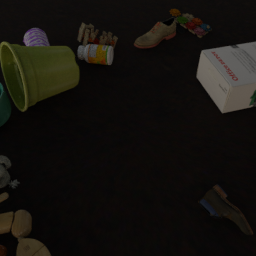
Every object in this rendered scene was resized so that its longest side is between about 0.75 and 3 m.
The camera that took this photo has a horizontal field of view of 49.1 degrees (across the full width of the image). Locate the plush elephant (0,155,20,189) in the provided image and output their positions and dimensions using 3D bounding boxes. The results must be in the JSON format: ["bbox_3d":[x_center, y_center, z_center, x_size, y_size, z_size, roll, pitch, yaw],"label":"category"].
[{"bbox_3d":[-3.197,1.108,6.701,1.032,0.799,0.850,7,48,6],"label":"plush elephant"}]

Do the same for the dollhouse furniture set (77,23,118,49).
[{"bbox_3d":[-1.343,-3.445,10.816,1.380,0.711,1.365,-9,43,-42],"label":"dollhouse furniture set"}]

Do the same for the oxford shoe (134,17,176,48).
[{"bbox_3d":[1.077,-3.824,11.145,2.112,0.790,0.744,-34,56,-27],"label":"oxford shoe"}]

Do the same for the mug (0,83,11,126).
[{"bbox_3d":[-4.131,-0.467,7.946,1.410,1.061,1.716,2,49,1],"label":"mug"}]

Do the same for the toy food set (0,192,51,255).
[{"bbox_3d":[-2.463,2.559,5.572,1.588,0.393,2.498,-32,53,-18],"label":"toy food set"}]

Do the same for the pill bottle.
[{"bbox_3d":[-1.185,-2.697,10.219,1.204,0.669,0.669,8,49,8],"label":"pill bottle"}]

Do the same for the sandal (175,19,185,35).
[{"bbox_3d":[2.102,-4.317,12.008,0.367,0.234,0.977,-14,62,-13],"label":"sandal"}]

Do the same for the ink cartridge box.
[{"bbox_3d":[3.869,-1.726,9.010,2.717,1.146,1.985,-11,49,-10],"label":"ink cartridge box"}]

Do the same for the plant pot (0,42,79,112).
[{"bbox_3d":[-2.633,-1.739,8.669,1.892,2.058,2.058,-20,50,-31],"label":"plant pot"}]

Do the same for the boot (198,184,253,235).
[{"bbox_3d":[2.162,1.949,6.286,0.616,0.475,1.270,-32,54,-2],"label":"boot"}]

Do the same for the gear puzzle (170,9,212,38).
[{"bbox_3d":[2.639,-4.639,11.994,1.970,0.258,1.020,41,59,18],"label":"gear puzzle"}]

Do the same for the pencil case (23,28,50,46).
[{"bbox_3d":[-3.256,-2.755,10.180,0.931,0.914,2.177,-33,48,11],"label":"pencil case"}]
